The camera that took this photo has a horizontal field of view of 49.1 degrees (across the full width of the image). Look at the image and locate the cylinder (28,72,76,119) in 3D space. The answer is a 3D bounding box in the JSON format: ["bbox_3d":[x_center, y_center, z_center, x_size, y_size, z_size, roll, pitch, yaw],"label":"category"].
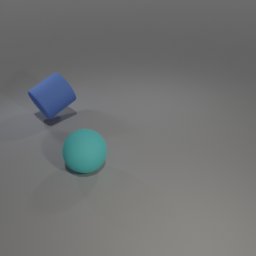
[{"bbox_3d":[-3.095,-1.317,11.487,1.400,1.400,1.400,-41,46,-18],"label":"cylinder"}]

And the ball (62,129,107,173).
[{"bbox_3d":[-1.371,0.726,8.903,1.400,1.400,1.400,0,31,0],"label":"ball"}]
